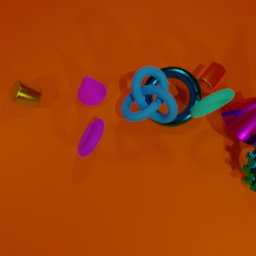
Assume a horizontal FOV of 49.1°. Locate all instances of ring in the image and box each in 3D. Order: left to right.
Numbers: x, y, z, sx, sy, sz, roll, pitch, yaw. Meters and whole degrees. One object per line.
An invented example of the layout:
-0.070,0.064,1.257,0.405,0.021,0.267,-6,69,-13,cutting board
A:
-1.079,0.277,8.159,0.246,1.230,1.230,30,74,-20,ring
1.322,-0.962,8.649,1.874,0.375,1.874,1,93,14,ring
2.282,-0.662,7.649,1.285,1.285,0.257,-24,77,-7,ring

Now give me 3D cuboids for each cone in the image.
-1.210,-1.343,8.716,0.956,0.960,0.956,-2,65,4,cone
3.783,-0.563,7.915,1.571,1.577,1.571,20,46,-22,cone

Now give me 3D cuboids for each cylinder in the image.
-3.186,-1.040,8.689,0.704,0.704,0.704,-18,63,40,cylinder
2.628,-1.577,8.950,0.781,0.781,0.781,38,77,10,cylinder

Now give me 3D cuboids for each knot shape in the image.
0.490,-0.767,7.896,1.559,0.770,1.666,-26,86,18,knot shape

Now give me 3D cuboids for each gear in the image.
3.944,1.101,7.940,1.577,0.292,1.577,-5,102,-23,gear
